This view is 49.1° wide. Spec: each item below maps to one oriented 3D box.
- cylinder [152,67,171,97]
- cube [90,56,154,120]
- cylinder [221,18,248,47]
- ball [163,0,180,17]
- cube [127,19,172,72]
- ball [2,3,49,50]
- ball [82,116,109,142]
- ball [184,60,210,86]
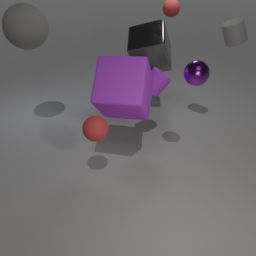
[{"bbox_3d":[0.922,-1.500,9.162,0.700,0.700,0.700,34,21,-15],"label":"cylinder"},{"bbox_3d":[-0.105,-1.114,8.055,1.400,1.400,1.400,5,77,14],"label":"cube"},{"bbox_3d":[3.453,-3.097,9.081,0.700,0.700,0.700,-19,29,11],"label":"cylinder"},{"bbox_3d":[1.732,-4.791,11.180,0.700,0.700,0.700,0,32,0],"label":"ball"},{"bbox_3d":[0.861,-3.073,10.832,1.400,1.400,1.400,-8,55,17],"label":"cube"},{"bbox_3d":[-3.229,-3.198,8.853,1.400,1.400,1.400,0,32,0],"label":"ball"},{"bbox_3d":[-0.871,0.015,7.522,0.700,0.700,0.700,0,32,0],"label":"ball"},{"bbox_3d":[1.889,-1.507,7.706,0.700,0.700,0.700,0,32,0],"label":"ball"}]
